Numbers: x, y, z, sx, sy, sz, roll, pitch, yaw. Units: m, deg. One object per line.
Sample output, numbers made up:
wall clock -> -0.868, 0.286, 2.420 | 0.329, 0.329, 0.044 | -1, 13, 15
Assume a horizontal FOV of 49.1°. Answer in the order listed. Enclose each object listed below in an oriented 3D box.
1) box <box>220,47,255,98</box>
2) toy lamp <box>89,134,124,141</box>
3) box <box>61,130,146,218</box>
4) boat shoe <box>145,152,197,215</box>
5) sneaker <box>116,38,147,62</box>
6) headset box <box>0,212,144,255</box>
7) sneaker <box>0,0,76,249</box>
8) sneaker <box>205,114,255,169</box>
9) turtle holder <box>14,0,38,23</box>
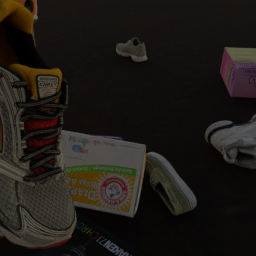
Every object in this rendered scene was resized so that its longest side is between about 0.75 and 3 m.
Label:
box -> 4.176, -1.847, 9.179 | 1.804, 0.992, 2.051 | 3, 32, 5
toy lamp -> -1.510, 0.681, 5.430 | 2.988, 0.870, 0.870 | -11, 34, -12
box -> -0.786, 0.693, 4.573 | 2.076, 1.168, 1.052 | 10, 78, 4
boat shoe -> 0.657, 0.981, 5.237 | 0.457, 0.531, 1.475 | -18, 40, -24
sneaker -> 0.156, -3.422, 11.759 | 0.704, 0.856, 1.861 | -22, 39, -32
headset box -> -0.880, 1.998, 2.946 | 1.716, 0.914, 1.971 | 15, 32, 41
sneaker -> -1.074, -0.083, 2.705 | 1.036, 2.521, 0.981 | -24, -5, 28
sneaker -> 2.823, 0.280, 6.144 | 1.991, 0.748, 1.145 | -9, 34, -4
turtle holder -> -3.010, -2.702, 6.307 | 2.047, 1.454, 1.556 | -33, 23, 15
